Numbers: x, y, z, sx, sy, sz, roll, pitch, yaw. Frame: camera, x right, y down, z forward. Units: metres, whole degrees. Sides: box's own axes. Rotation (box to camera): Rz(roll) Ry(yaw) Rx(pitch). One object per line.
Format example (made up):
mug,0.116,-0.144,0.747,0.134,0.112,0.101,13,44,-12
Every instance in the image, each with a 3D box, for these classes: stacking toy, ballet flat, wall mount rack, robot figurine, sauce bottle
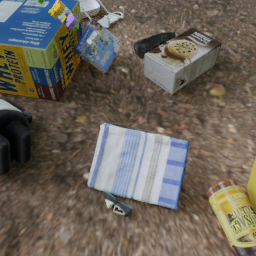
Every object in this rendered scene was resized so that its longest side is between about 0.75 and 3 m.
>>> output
stacking toy,-1.448,-2.693,6.761,0.392,1.258,1.668,-51,46,11
ballet flat,-0.291,1.729,6.300,0.822,0.300,0.300,29,56,19
wall mount rack,-1.031,-4.711,11.483,1.506,0.646,1.733,28,54,24
robot figurine,-3.612,-0.014,6.847,2.817,2.117,1.758,29,87,22
sauce bottle,2.418,2.183,5.597,0.785,0.785,2.379,-13,51,-11
ballet flat,1.036,-3.151,10.368,2.019,0.574,0.671,-27,22,-25

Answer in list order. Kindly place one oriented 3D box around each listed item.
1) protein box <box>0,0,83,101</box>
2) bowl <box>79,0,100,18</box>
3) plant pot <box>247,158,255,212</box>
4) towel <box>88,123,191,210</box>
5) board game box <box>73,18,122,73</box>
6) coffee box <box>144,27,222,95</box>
protein box,-3.155,-2.648,8.911,2.785,1.893,2.806,9,50,7
bowl,-1.829,-5.097,11.955,1.132,0.423,1.133,-22,52,-17
plant pot,3.662,1.295,5.664,2.083,2.083,1.837,-12,38,-10
towel,0.214,0.837,6.500,2.208,0.263,1.621,12,81,15
board game box,-0.974,-2.701,9.254,0.276,1.264,1.270,0,62,56
coffee box,1.796,-2.262,9.230,2.316,0.924,1.309,-35,58,-26
